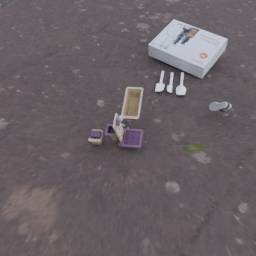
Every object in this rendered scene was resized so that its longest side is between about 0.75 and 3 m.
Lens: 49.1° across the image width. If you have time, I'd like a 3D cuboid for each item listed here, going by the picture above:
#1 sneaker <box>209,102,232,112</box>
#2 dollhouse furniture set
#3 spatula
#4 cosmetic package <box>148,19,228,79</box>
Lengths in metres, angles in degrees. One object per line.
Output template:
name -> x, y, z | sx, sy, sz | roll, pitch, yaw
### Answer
sneaker -> 2.955, -0.666, 8.964 | 0.307, 0.303, 0.773 | 14, -4, -25
dollhouse furniture set -> -0.328, -0.576, 8.014 | 1.522, 1.364, 1.921 | 4, 65, 12
spatula -> 1.668, -1.742, 10.662 | 1.108, 0.128, 1.594 | 5, 39, 10
cosmetic package -> 2.421, -3.307, 11.494 | 2.568, 0.664, 1.936 | 30, 67, 24
